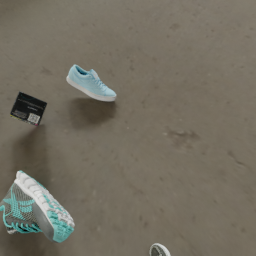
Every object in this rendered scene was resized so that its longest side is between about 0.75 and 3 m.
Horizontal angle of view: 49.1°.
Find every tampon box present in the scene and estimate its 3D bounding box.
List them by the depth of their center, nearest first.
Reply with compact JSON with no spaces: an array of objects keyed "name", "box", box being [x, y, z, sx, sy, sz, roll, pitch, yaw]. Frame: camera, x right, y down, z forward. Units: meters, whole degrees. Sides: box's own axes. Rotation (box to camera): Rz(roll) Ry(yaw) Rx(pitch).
[{"name":"tampon box","box":[-2.779,-0.499,7.825,0.798,1.065,0.672,22,81,-18]}]

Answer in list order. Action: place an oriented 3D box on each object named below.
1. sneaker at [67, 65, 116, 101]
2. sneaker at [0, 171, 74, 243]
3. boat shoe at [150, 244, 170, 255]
[{"name":"sneaker","box":[-1.062,-1.384,8.548,1.647,0.675,0.609,24,36,-4]},{"name":"sneaker","box":[-2.186,2.007,6.371,1.193,1.014,2.615,-52,37,-14]},{"name":"boat shoe","box":[0.678,2.945,5.973,0.428,1.344,0.475,36,99,-20]}]
